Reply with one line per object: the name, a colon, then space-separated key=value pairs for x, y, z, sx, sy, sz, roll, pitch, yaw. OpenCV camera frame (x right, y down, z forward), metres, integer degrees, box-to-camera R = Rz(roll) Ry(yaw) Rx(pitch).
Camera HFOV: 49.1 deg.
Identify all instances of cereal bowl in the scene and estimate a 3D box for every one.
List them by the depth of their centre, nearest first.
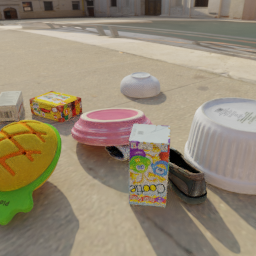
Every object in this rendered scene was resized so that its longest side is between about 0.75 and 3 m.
cereal bowl: x=0.564 y=-2.094 z=12.997 sx=1.917 sy=0.798 sz=1.917 roll=-1 pitch=27 yaw=0

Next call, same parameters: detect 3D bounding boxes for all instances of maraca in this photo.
maraca: x=-2.568 y=0.893 z=6.485 sx=1.873 sy=1.462 sz=2.733 roll=0 pitch=47 yaw=15

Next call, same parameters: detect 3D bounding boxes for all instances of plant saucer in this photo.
plant saucer: x=-0.470 y=-0.139 z=8.721 sx=2.576 sy=0.653 sz=2.576 roll=-1 pitch=16 yaw=0

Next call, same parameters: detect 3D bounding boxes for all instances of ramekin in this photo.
ramekin: x=3.006 y=0.273 z=7.467 sx=2.881 sy=1.512 sz=2.881 roll=0 pitch=27 yaw=0

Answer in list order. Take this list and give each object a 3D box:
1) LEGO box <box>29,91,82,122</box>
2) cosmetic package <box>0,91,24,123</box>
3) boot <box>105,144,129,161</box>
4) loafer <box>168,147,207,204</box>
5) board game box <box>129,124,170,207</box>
LEGO box: x=-2.739 y=-0.858 z=10.710 sx=1.590 sy=0.614 sz=1.184 roll=16 pitch=31 yaw=28
cosmetic package: x=-4.464 y=-0.825 z=10.581 sx=0.806 sy=0.680 sz=1.559 roll=-5 pitch=28 yaw=-9
boot: x=-0.387 y=0.408 z=8.186 sx=0.794 sy=0.611 sz=1.662 roll=-17 pitch=31 yaw=-40
loafer: x=1.171 y=0.852 z=7.108 sx=0.902 sy=0.790 sz=2.512 roll=-11 pitch=29 yaw=-21
board game box: x=0.480 y=0.829 z=6.221 sx=0.837 sy=1.625 sz=0.852 roll=4 pitch=27 yaw=7
